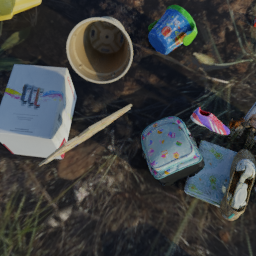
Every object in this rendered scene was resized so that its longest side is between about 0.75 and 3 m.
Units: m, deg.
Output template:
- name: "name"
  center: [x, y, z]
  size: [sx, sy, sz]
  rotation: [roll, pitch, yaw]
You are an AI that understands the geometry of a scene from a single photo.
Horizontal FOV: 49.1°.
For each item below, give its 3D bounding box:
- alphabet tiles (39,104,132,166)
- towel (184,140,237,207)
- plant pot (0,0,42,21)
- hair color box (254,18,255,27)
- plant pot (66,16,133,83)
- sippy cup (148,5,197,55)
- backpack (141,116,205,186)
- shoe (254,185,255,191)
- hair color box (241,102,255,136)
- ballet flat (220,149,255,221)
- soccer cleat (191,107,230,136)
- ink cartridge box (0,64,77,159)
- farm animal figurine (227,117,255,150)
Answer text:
- name: "alphabet tiles"
  center: [-1.063, 0.165, 7.470]
  size: [0.085, 2.225, 2.674]
  rotation: [56, 40, 0]
- name: "towel"
  center: [3.092, 1.624, 9.666]
  size: [1.830, 0.515, 2.138]
  rotation: [22, 66, 10]
- name: "plant pot"
  center: [-5.274, -6.257, 12.624]
  size: [2.267, 2.410, 2.410]
  rotation: [-24, 65, -28]
- name: "hair color box"
  center: [6.312, -4.844, 12.962]
  size: [0.859, 0.263, 0.436]
  rotation: [15, 64, 6]
- name: "plant pot"
  center: [-0.748, -2.588, 8.560]
  size: [1.889, 1.889, 1.729]
  rotation: [4, 34, 2]
- name: "sippy cup"
  center: [1.768, -4.046, 11.923]
  size: [1.571, 2.144, 1.684]
  rotation: [-43, 100, -7]
- name: "backpack"
  center: [1.375, 0.646, 9.488]
  size: [1.826, 1.592, 2.077]
  rotation: [-27, 50, 9]
- name: "shoe"
  center: [4.862, 2.195, 9.384]
  size: [1.123, 0.511, 0.401]
  rotation: [30, 68, 14]
- name: "hair color box"
  center: [5.067, -0.678, 9.597]
  size: [1.278, 2.583, 0.783]
  rotation: [34, 59, 15]
- name: "ballet flat"
  center: [3.650, 1.726, 8.906]
  size: [0.884, 0.818, 2.507]
  rotation: [22, 68, 5]
- name: "soccer cleat"
  center: [2.295, -0.165, 7.619]
  size: [1.147, 0.420, 0.391]
  rotation: [27, 38, 3]
- name: "ink cartridge box"
  center: [-3.123, -0.569, 9.911]
  size: [1.964, 1.973, 2.715]
  rotation: [6, 64, 3]
- name: "farm animal figurine"
  center: [4.309, 0.127, 10.055]
  size: [1.423, 1.149, 0.715]
  rotation: [32, 68, 16]
